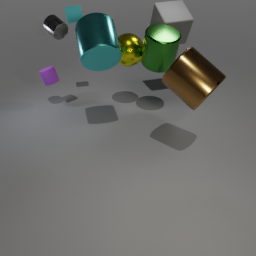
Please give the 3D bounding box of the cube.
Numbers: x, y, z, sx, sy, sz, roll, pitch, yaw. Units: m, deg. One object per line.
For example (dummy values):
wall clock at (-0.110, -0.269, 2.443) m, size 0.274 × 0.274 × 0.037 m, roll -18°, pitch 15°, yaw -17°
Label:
cube at (1.954, -4.794, 12.887) m, size 1.400 × 1.400 × 1.400 m, roll -12°, pitch 62°, yaw -14°

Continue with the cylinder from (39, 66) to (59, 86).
cylinder at (-3.639, -2.413, 12.967) m, size 0.700 × 0.700 × 0.700 m, roll -16°, pitch 26°, yaw 8°

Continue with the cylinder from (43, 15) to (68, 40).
cylinder at (-2.818, -3.937, 10.949) m, size 0.700 × 0.700 × 0.700 m, roll 43°, pitch 46°, yaw 18°

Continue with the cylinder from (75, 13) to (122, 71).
cylinder at (-1.019, -2.915, 9.585) m, size 1.400 × 1.400 × 1.400 m, roll -8°, pitch 68°, yaw -13°

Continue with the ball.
ball at (0.008, -3.365, 12.089) m, size 1.400 × 1.400 × 1.400 m, roll 0°, pitch 30°, yaw 0°

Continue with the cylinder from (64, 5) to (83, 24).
cylinder at (-2.414, -5.074, 12.492) m, size 0.700 × 0.700 × 0.700 m, roll -12°, pitch 32°, yaw -7°

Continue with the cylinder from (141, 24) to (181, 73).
cylinder at (1.291, -3.179, 11.199) m, size 1.400 × 1.400 × 1.400 m, roll 3°, pitch 49°, yaw -4°

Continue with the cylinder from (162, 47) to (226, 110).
cylinder at (2.003, -1.502, 8.611) m, size 1.400 × 1.400 × 1.400 m, roll 44°, pitch 43°, yaw 7°
